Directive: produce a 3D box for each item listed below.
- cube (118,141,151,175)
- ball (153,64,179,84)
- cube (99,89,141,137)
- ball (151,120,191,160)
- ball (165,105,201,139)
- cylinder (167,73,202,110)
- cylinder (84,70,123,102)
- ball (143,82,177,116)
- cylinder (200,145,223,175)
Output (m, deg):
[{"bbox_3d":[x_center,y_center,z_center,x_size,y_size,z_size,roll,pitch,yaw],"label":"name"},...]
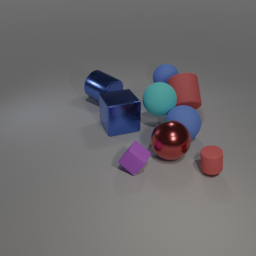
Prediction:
[{"bbox_3d":[0.228,0.991,9.345,0.700,0.700,0.700,40,32,0],"label":"cube"},{"bbox_3d":[2.030,-2.726,15.024,1.400,1.400,1.400,0,31,0],"label":"ball"},{"bbox_3d":[-0.355,-0.673,11.771,1.400,1.400,1.400,-10,32,-17],"label":"cube"},{"bbox_3d":[1.494,0.420,9.807,1.400,1.400,1.400,0,31,0],"label":"ball"},{"bbox_3d":[2.143,-0.186,10.939,1.400,1.400,1.400,0,31,0],"label":"ball"},{"bbox_3d":[2.561,-1.590,12.791,1.400,1.400,1.400,-3,74,-5],"label":"cylinder"},{"bbox_3d":[-1.188,-1.957,13.750,1.400,1.400,1.400,30,41,28],"label":"cylinder"},{"bbox_3d":[1.305,-1.184,11.575,1.400,1.400,1.400,0,31,0],"label":"ball"},{"bbox_3d":[2.724,1.042,9.116,0.700,0.700,0.700,-8,31,5],"label":"cylinder"}]
